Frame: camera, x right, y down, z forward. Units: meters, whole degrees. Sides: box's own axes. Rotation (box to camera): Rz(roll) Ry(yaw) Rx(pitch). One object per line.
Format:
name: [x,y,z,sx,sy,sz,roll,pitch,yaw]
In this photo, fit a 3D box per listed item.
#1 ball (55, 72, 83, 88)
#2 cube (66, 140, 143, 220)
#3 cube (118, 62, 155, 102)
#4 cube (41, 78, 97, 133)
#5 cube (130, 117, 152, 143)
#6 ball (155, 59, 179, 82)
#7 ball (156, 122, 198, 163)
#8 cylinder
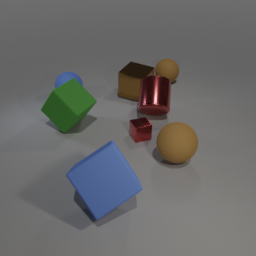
ball: [-3.002,-2.154,14.259,1.400,1.400,1.400,0,31,0]
cube: [-0.610,1.316,7.569,1.400,1.400,1.400,-33,3,-2]
cube: [0.420,-2.384,14.417,1.400,1.400,1.400,19,42,20]
cube: [-2.447,-0.934,11.610,1.400,1.400,1.400,45,42,-2]
cube: [0.505,0.072,11.237,0.700,0.700,0.700,-11,32,-17]
ball: [2.259,-3.310,16.240,1.400,1.400,1.400,0,31,0]
ball: [1.672,0.489,9.547,1.400,1.400,1.400,0,31,0]
cylinder: [1.204,-1.425,12.554,1.400,1.400,1.400,3,74,6]
